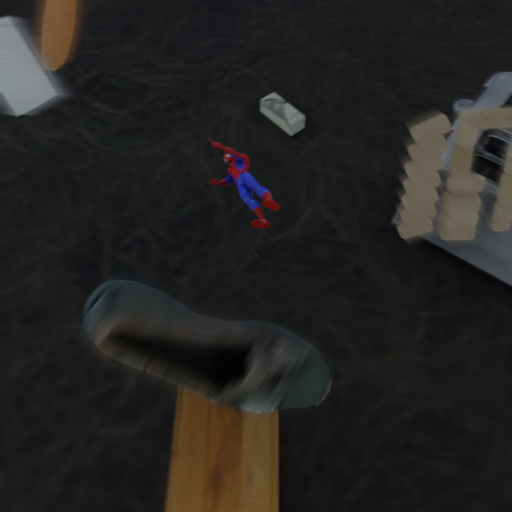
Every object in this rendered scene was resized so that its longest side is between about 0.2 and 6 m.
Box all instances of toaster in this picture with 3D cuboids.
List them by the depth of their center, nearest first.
[{"bbox_3d":[4.902,-1.272,10.435,3.666,2.175,3.315,32,62,20],"label":"toaster"}]

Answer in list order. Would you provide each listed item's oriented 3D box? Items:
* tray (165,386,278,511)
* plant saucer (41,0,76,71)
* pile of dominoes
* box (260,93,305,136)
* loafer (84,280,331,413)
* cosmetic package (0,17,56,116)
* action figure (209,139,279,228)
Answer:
[{"bbox_3d":[-0.467,3.208,8.323,1.590,0.597,3.224,1,55,1],"label":"tray"},{"bbox_3d":[-3.290,-3.938,9.436,0.262,1.624,1.624,11,54,-13],"label":"plant saucer"},{"bbox_3d":[3.156,-1.253,8.692,1.755,2.252,0.359,-1,37,5],"label":"pile of dominoes"},{"bbox_3d":[0.603,-3.272,12.905,0.448,0.373,1.090,-36,63,-22],"label":"box"},{"bbox_3d":[-0.455,1.254,6.461,3.158,1.135,0.993,22,9,-19],"label":"loafer"},{"bbox_3d":[-3.239,-2.500,7.449,0.557,1.099,0.391,-11,28,38],"label":"cosmetic package"},{"bbox_3d":[-0.348,-1.199,8.759,0.871,0.574,1.760,14,31,-32],"label":"action figure"}]
